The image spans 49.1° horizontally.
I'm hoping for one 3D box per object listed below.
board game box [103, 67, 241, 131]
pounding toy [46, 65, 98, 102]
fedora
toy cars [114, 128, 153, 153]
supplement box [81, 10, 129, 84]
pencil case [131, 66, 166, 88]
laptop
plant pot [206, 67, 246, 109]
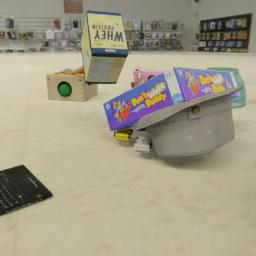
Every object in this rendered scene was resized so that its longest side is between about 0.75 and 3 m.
[{"bbox_3d":[1.167,-0.685,6.725,2.002,0.667,2.977,-21,-7,39],"label":"board game box"},{"bbox_3d":[-2.131,-1.864,11.051,1.821,1.406,1.978,4,19,14],"label":"pounding toy"},{"bbox_3d":[1.298,0.014,5.454,2.182,0.985,1.930,-15,-6,-14],"label":"fedora"},{"bbox_3d":[0.108,0.304,6.120,0.659,0.326,1.471,-4,16,-32],"label":"toy cars"},{"bbox_3d":[-0.584,-1.797,6.403,0.779,1.161,1.160,-3,-23,-18],"label":"supplement box"},{"bbox_3d":[1.546,-1.985,11.845,2.759,1.142,1.194,8,17,21],"label":"pencil case"},{"bbox_3d":[-2.167,0.689,4.255,1.545,0.798,1.369,-14,23,-36],"label":"laptop"},{"bbox_3d":[3.417,-1.558,10.327,1.922,1.287,1.922,0,19,0],"label":"plant pot"}]
